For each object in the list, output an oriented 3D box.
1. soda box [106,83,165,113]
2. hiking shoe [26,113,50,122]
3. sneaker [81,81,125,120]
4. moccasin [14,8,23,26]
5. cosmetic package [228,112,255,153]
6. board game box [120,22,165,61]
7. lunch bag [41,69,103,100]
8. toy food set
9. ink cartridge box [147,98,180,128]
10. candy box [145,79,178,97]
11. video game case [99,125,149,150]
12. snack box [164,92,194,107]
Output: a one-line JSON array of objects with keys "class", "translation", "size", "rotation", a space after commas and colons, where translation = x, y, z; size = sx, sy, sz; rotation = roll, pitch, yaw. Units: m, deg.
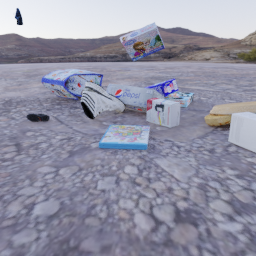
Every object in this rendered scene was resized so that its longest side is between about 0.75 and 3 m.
[{"class": "soda box", "translation": [0.213, -1.342, 12.699], "size": [2.761, 0.876, 0.942], "rotation": [15, -7, 41]}, {"class": "hiking shoe", "translation": [-3.597, -0.417, 11.232], "size": [0.891, 0.337, 0.449], "rotation": [5, 6, -14]}, {"class": "sneaker", "translation": [-1.134, -0.864, 11.801], "size": [0.876, 1.336, 2.322], "rotation": [12, -14, 44]}, {"class": "moccasin", "translation": [-3.967, -3.982, 10.127], "size": [0.264, 0.774, 0.311], "rotation": [-19, 66, -19]}, {"class": "cosmetic package", "translation": [3.811, 0.191, 7.987], "size": [0.752, 0.954, 1.773], "rotation": [-6, 19, -26]}, {"class": "board game box", "translation": [0.584, -3.243, 10.697], "size": [1.398, 0.288, 1.394], "rotation": [-20, -22, 14]}, {"class": "lunch bag", "translation": [-3.151, -2.477, 15.756], "size": [2.282, 1.662, 2.684], "rotation": [14, 14, 39]}, {"class": "toy food set", "translation": [4.525, -0.589, 10.579], "size": [2.809, 0.690, 2.838], "rotation": [-1, 7, 37]}, {"class": "ink cartridge box", "translation": [1.332, -0.603, 10.712], "size": [0.516, 0.907, 1.245], "rotation": [-15, 22, -40]}, {"class": "candy box", "translation": [1.342, -1.828, 14.178], "size": [1.875, 0.722, 1.585], "rotation": [-11, 11, 37]}, {"class": "video game case", "translation": [-0.049, 0.256, 9.113], "size": [1.434, 0.178, 2.004], "rotation": [2, 17, 6]}, {"class": "snack box", "translation": [2.616, -1.514, 14.631], "size": [1.284, 0.410, 2.210], "rotation": [6, 18, 20]}]
